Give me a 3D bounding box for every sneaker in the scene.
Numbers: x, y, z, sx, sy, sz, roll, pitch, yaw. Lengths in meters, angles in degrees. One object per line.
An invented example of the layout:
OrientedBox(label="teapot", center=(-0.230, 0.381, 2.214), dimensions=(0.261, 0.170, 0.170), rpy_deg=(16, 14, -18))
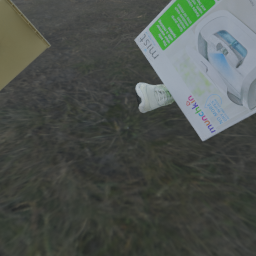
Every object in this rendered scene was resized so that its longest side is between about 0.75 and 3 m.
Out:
OrientedBox(label="sneaker", center=(0.690, -0.757, 6.434), dimensions=(0.736, 0.682, 1.816), rpy_deg=(-7, 7, 23))

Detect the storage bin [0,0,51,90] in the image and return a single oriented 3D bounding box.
OrientedBox(label="storage bin", center=(-3.110, -2.040, 6.438), dimensions=(1.823, 1.810, 0.854), rpy_deg=(-42, 51, -1))

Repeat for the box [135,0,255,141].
OrientedBox(label="box", center=(1.944, -1.566, 5.862), dimensions=(1.335, 2.436, 2.761), rpy_deg=(-30, 86, -50))
